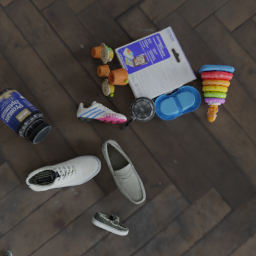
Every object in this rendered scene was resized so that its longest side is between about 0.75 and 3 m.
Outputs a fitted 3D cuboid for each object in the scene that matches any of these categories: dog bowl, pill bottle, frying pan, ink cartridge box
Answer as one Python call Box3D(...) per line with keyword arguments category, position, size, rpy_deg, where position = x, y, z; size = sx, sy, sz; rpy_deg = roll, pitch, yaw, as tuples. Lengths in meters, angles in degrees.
Box3D(category="dog bowl", position=(1.964, -0.960, 11.278), size=(1.906, 0.473, 1.063), rpy_deg=(-23, 82, -3))
Box3D(category="pill bottle", position=(-4.088, -0.430, 10.818), size=(2.173, 1.215, 1.215), rpy_deg=(40, 83, 6))
Box3D(category="frying pan", position=(0.277, -0.621, 11.057), size=(1.646, 0.268, 0.995), rpy_deg=(-21, 94, 10))
Box3D(category="ink cartridge box", position=(1.099, -2.530, 11.473), size=(2.535, 0.550, 2.511), rpy_deg=(-23, 82, -1))

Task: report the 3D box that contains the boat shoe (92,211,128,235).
Box3D(category="boat shoe", position=(-0.559, 3.472, 10.259), size=(1.574, 0.556, 0.501), rpy_deg=(30, 90, -28))

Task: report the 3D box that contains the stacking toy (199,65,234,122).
Box3D(category="stacking toy", position=(3.438, -1.338, 11.114), size=(1.211, 1.281, 2.207), rpy_deg=(4, 92, 2))

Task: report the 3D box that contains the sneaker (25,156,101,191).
Box3D(category="sneaker", position=(-2.415, 1.776, 10.560), size=(2.859, 1.012, 1.044), rpy_deg=(-19, 81, -3))

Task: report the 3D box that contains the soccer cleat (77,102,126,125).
Box3D(category="soccer cleat", position=(-1.036, -0.627, 11.111), size=(1.982, 0.692, 0.856), rpy_deg=(4, 81, 1))

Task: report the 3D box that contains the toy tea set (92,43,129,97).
Box3D(category="toy tea set", position=(-0.660, -2.478, 11.278), size=(0.841, 1.351, 2.271), rpy_deg=(-12, 80, -33))

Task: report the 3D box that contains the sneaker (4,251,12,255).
Box3D(category="sneaker", position=(-4.542, 4.990, 10.384), size=(0.306, 0.360, 0.789), rpy_deg=(7, 80, 1))

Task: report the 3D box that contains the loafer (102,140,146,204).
Box3D(category="loafer", position=(-0.199, 1.664, 10.617), size=(0.939, 0.937, 2.686), rpy_deg=(-33, 82, -5))
